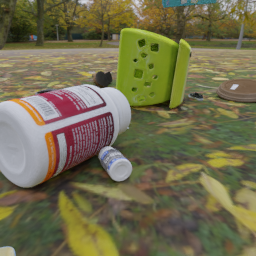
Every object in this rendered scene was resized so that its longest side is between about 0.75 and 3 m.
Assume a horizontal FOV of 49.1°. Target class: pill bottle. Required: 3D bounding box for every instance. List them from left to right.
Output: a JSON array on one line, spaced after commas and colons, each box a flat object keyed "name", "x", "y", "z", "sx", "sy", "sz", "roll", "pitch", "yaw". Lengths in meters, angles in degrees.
[{"name": "pill bottle", "x": -1.240, "y": -0.029, "z": 5.949, "sx": 1.611, "sy": 1.611, "sz": 2.852, "roll": 14, "pitch": 23, "yaw": 34}, {"name": "pill bottle", "x": -0.285, "y": 0.690, "z": 5.621, "sx": 0.462, "sy": 0.462, "sz": 0.813, "roll": -8, "pitch": 20, "yaw": -23}]

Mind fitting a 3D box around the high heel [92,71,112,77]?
[{"name": "high heel", "x": -1.613, "y": -3.315, "z": 17.150, "sx": 1.156, "sy": 0.413, "sz": 0.824, "roll": -28, "pitch": 38, "yaw": -37}]

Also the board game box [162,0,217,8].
[{"name": "board game box", "x": 1.698, "y": -3.934, "z": 7.571, "sx": 1.494, "sy": 1.128, "sz": 0.351, "roll": -5, "pitch": 48, "yaw": 0}]

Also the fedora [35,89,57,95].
[{"name": "fedora", "x": -3.267, "y": -1.267, "z": 11.294, "sx": 0.843, "sy": 0.430, "sz": 0.953, "roll": 6, "pitch": 22, "yaw": 19}]

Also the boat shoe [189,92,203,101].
[{"name": "boat shoe", "x": 2.884, "y": -1.369, "z": 11.842, "sx": 0.316, "sy": 0.260, "sz": 0.920, "roll": -7, "pitch": 21, "yaw": -20}]

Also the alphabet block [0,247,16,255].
[{"name": "alphabet block", "x": -1.343, "y": 1.662, "z": 2.171, "sx": 0.926, "sy": 0.921, "sz": 0.943, "roll": -7, "pitch": 21, "yaw": -15}]

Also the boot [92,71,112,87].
[{"name": "boot", "x": -1.493, "y": -2.471, "z": 14.506, "sx": 0.854, "sy": 0.833, "sz": 2.263, "roll": -12, "pitch": 10, "yaw": 14}]

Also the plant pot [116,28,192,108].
[{"name": "plant pot", "x": 1.071, "y": -2.325, "z": 10.997, "sx": 2.541, "sy": 2.787, "sz": 2.800, "roll": 9, "pitch": 20, "yaw": 9}]

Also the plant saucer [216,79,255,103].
[{"name": "plant saucer", "x": 4.963, "y": -1.669, "z": 12.041, "sx": 2.239, "sy": 0.330, "sz": 2.239, "roll": -5, "pitch": 29, "yaw": 3}]
